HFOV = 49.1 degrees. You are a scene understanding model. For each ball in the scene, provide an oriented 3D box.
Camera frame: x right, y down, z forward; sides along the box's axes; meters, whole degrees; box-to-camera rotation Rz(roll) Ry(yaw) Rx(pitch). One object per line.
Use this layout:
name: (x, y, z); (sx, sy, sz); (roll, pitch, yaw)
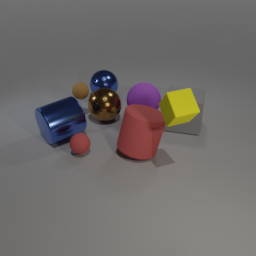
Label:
ball: (-0.959, -0.959, 11.580); (1.400, 1.400, 1.400); (0, 29, 0)
ball: (-1.611, 0.522, 9.410); (0.700, 0.700, 0.700); (0, 29, 0)
ball: (-1.177, -2.140, 13.745); (1.400, 1.400, 1.400); (0, 29, 0)
ball: (0.641, -1.148, 11.413); (1.400, 1.400, 1.400); (0, 29, 0)
ball: (-1.958, -1.529, 11.551); (0.700, 0.700, 0.700); (0, 29, 0)

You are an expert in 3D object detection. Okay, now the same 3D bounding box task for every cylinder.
cylinder: (0.441, 0.111, 9.368); (1.400, 1.400, 1.400); (12, 24, -6)
cylinder: (-2.455, -0.291, 10.247); (1.400, 1.400, 1.400); (-25, 37, -29)

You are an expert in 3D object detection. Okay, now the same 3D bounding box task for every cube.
cube: (2.247, -0.729, 11.097); (1.400, 1.400, 1.400); (7, 32, 14)
cube: (1.317, -0.531, 7.309); (0.700, 0.700, 0.700); (-13, 73, -17)
